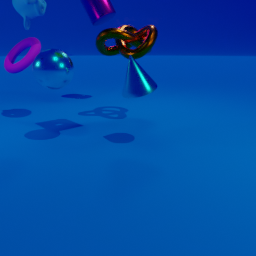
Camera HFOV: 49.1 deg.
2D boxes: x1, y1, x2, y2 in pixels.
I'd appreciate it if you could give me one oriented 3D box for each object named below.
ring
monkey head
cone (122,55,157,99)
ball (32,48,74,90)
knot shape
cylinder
[{"bbox_3d":[-3.461,-2.388,9.171,1.452,1.452,0.290,13,-23,38],"label":"ring"},{"bbox_3d":[-3.000,-3.707,8.177,0.917,1.522,1.095,-8,18,13],"label":"monkey head"},{"bbox_3d":[0.162,-1.282,6.528,0.884,0.887,0.884,-13,30,8],"label":"cone"},{"bbox_3d":[-1.792,-1.411,6.746,0.973,0.973,0.973,0,16,0],"label":"ball"},{"bbox_3d":[0.113,-2.834,9.094,2.032,0.939,1.901,6,25,22],"label":"knot shape"},{"bbox_3d":[-1.225,-4.996,11.575,1.113,1.113,1.113,-26,8,4],"label":"cylinder"}]
